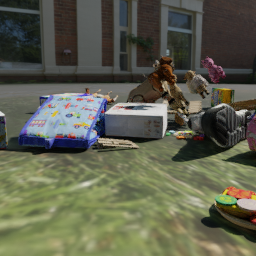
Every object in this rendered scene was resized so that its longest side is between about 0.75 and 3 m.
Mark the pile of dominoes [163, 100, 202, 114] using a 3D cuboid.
[{"bbox_3d":[2.448,-0.852,12.856,1.804,0.368,2.314,3,20,13],"label":"pile of dominoes"}]

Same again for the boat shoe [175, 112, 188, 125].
[{"bbox_3d":[1.852,-0.309,9.575,0.332,0.339,0.956,-1,20,-9],"label":"boat shoe"}]

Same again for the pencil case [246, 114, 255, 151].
[{"bbox_3d":[3.381,0.200,5.317,0.867,0.906,2.095,-21,23,-36],"label":"pencil case"}]

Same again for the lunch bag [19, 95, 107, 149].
[{"bbox_3d":[-1.543,-0.060,6.998,1.644,1.027,2.184,4,21,7],"label":"lunch bag"}]

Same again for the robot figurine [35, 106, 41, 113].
[{"bbox_3d":[-2.920,-0.527,10.119,0.915,0.516,0.776,0,-28,4],"label":"robot figurine"}]

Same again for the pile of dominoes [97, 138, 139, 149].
[{"bbox_3d":[-0.268,0.407,6.583,0.904,0.144,0.705,5,9,-15],"label":"pile of dominoes"}]

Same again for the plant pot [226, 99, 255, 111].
[{"bbox_3d":[4.813,-0.877,11.204,2.381,0.327,2.381,-8,-3,0],"label":"plant pot"}]

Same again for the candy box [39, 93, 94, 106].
[{"bbox_3d":[-2.725,-1.165,12.783,1.649,0.751,1.950,3,10,23],"label":"candy box"}]

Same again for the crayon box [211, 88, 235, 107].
[{"bbox_3d":[4.520,-1.407,13.466,0.397,0.967,1.538,-2,11,-11],"label":"crayon box"}]

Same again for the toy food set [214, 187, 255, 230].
[{"bbox_3d":[1.530,0.937,3.376,0.944,0.230,0.934,8,13,32],"label":"toy food set"}]

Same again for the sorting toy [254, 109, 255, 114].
[{"bbox_3d":[4.644,-0.444,9.688,0.540,0.536,1.557,1,12,8],"label":"sorting toy"}]

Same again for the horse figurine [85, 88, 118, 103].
[{"bbox_3d":[-1.594,-1.800,16.235,2.218,0.554,1.470,11,31,14],"label":"horse figurine"}]

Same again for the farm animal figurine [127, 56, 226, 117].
[{"bbox_3d":[1.514,-1.520,9.562,2.959,2.390,1.488,-8,52,-34],"label":"farm animal figurine"}]

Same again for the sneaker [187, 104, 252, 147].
[{"bbox_3d":[2.042,-0.057,7.076,1.490,0.968,2.580,3,0,39],"label":"sneaker"}]

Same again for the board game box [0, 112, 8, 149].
[{"bbox_3d":[-3.548,0.109,6.149,1.528,0.787,0.801,-7,13,-31],"label":"board game box"}]

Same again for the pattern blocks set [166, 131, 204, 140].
[{"bbox_3d":[1.563,0.181,7.646,1.015,0.082,0.892,3,11,17],"label":"pattern blocks set"}]

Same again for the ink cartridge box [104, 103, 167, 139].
[{"bbox_3d":[0.296,-0.261,8.012,1.589,0.666,1.395,3,19,13],"label":"ink cartridge box"}]
